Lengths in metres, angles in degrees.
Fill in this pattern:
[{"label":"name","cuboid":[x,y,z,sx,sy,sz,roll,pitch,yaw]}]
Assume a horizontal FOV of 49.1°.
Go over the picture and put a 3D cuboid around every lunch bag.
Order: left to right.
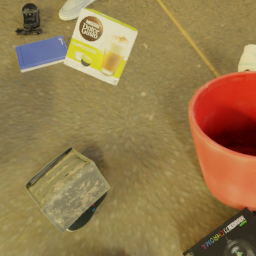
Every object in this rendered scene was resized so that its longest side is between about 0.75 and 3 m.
[{"label":"lunch bag","cuboid":[-1.494,1.212,6.360,1.424,1.021,1.736,-41,33,-20]}]

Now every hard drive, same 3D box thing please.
[{"label":"hard drive","cuboid":[-2.756,-2.418,9.054,1.574,0.200,1.038,-17,62,-10]}]

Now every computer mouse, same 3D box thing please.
[{"label":"computer mouse","cuboid":[-3.412,-3.734,9.766,0.916,0.349,1.323,-4,71,-2]}]

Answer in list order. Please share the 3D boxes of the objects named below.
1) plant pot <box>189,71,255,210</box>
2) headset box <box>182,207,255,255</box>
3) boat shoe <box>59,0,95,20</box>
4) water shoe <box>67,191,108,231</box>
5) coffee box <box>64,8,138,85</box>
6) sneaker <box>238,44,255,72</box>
[{"label":"plant pot","cuboid":[2.609,0.420,6.004,2.559,2.264,2.559,-6,44,6]},{"label":"headset box","cuboid":[2.327,2.869,5.661,1.582,0.843,1.817,-28,64,-15]},{"label":"boat shoe","cuboid":[-1.790,-4.673,10.048,0.698,0.713,2.001,30,65,16]},{"label":"water shoe","cuboid":[-1.023,1.803,6.581,0.525,0.476,1.330,21,60,44]},{"label":"coffee box","cuboid":[-0.456,-1.530,5.182,1.012,1.002,1.013,22,21,-6]},{"label":"sneaker","cuboid":[3.368,-1.323,6.295,1.848,0.650,0.741,29,96,44]}]
